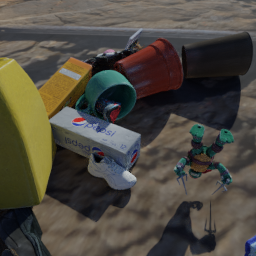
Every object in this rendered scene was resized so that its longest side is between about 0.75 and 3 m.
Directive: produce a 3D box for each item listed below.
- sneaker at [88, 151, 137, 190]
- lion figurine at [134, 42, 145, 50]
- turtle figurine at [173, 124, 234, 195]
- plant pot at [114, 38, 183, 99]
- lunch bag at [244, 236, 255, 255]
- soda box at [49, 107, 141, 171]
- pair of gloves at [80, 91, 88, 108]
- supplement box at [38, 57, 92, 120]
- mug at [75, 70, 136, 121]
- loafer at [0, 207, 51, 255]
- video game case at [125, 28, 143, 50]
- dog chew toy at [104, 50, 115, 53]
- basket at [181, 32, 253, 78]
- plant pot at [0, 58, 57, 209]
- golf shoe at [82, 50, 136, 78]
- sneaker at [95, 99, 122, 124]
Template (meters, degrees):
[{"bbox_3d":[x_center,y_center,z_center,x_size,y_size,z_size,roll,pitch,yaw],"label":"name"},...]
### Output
[{"bbox_3d":[-0.448,1.094,7.197,1.465,0.638,0.546,20,43,22],"label":"sneaker"},{"bbox_3d":[0.528,-3.938,13.666,0.787,0.285,0.482,32,57,28],"label":"lion figurine"},{"bbox_3d":[1.701,0.796,6.490,1.385,1.851,0.932,-1,39,-7],"label":"turtle figurine"},{"bbox_3d":[0.633,-1.992,10.134,1.917,1.971,1.971,-24,44,-16],"label":"plant pot"},{"bbox_3d":[3.467,2.503,4.838,2.257,1.438,1.919,-24,44,-13],"label":"lunch bag"},{"bbox_3d":[-0.975,0.296,8.008,2.643,0.838,0.902,20,43,23],"label":"soda box"},{"bbox_3d":[-1.974,-1.413,10.547,2.500,0.309,2.227,7,39,4],"label":"pair of gloves"},{"bbox_3d":[-2.256,-1.141,9.318,0.980,0.948,2.850,23,50,5],"label":"supplement box"},{"bbox_3d":[-0.761,-1.124,9.080,1.823,1.498,1.127,1,39,-36],"label":"mug"},{"bbox_3d":[-1.999,2.481,5.411,0.872,0.878,2.411,-27,36,-19],"label":"loafer"},{"bbox_3d":[0.206,-3.637,11.855,0.119,0.923,1.015,35,53,4],"label":"video game case"},{"bbox_3d":[-0.800,-3.181,12.471,0.678,0.678,1.088,4,31,5],"label":"dog chew toy"},{"bbox_3d":[3.409,-2.794,11.165,2.346,2.116,1.596,-7,81,3],"label":"basket"},{"bbox_3d":[-3.347,-0.077,6.450,2.726,2.807,2.744,-4,23,-5],"label":"plant pot"},{"bbox_3d":[-0.652,-2.725,11.553,2.768,1.076,1.308,-10,26,-28],"label":"golf shoe"},{"bbox_3d":[-0.688,-0.536,8.616,0.800,0.664,1.675,19,8,-1],"label":"sneaker"}]
